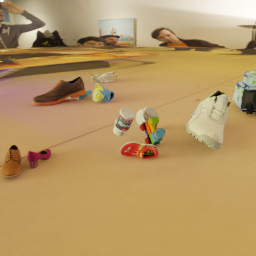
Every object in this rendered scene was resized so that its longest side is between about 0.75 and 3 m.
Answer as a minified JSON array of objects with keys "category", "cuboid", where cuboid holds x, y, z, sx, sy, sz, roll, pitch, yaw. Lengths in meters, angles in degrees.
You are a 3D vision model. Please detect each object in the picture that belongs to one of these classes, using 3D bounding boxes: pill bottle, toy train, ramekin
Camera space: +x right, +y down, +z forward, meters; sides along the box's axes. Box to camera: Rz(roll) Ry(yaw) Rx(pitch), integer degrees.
[{"category":"pill bottle","cuboid":[-0.139,-0.155,8.170,0.467,0.780,0.467,16,38,-13]},{"category":"toy train","cuboid":[0.656,-0.157,7.933,0.515,1.217,0.704,-15,-13,-19]},{"category":"ramekin","cuboid":[0.672,-0.334,9.212,0.779,0.779,0.363,-19,-11,-41]}]

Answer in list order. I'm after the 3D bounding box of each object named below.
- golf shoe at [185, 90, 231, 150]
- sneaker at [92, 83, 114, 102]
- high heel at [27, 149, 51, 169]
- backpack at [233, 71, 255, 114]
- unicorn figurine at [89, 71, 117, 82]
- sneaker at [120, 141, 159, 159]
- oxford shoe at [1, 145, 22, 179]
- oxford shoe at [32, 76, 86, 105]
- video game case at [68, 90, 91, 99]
[{"category":"golf shoe","cuboid":[2.454,-0.393,8.282,1.094,1.359,2.795,27,25,0]},{"category":"sneaker","cuboid":[-1.158,-1.584,13.072,0.963,0.695,1.834,12,23,-10]},{"category":"high heel","cuboid":[-2.221,0.620,7.108,0.326,0.465,0.968,3,20,7]},{"category":"backpack","cuboid":[5.308,-1.448,11.187,1.949,1.565,2.130,5,16,4]},{"category":"unicorn figurine","cuboid":[-1.454,-3.097,17.137,1.333,0.717,1.940,-7,4,10]},{"category":"sneaker","cuboid":[0.298,0.610,7.282,1.025,0.395,0.435,-1,25,-2]},{"category":"oxford shoe","cuboid":[-2.795,0.786,6.698,0.458,0.458,1.284,-5,23,-19]},{"category":"oxford shoe","cuboid":[-3.132,-1.678,12.561,2.490,0.903,0.886,-23,30,-29]},{"category":"video game case","cuboid":[-2.950,-1.714,13.919,1.906,0.170,1.364,5,21,14]}]
